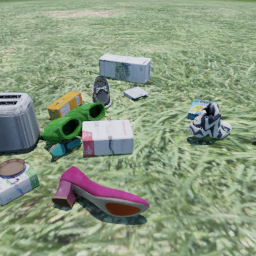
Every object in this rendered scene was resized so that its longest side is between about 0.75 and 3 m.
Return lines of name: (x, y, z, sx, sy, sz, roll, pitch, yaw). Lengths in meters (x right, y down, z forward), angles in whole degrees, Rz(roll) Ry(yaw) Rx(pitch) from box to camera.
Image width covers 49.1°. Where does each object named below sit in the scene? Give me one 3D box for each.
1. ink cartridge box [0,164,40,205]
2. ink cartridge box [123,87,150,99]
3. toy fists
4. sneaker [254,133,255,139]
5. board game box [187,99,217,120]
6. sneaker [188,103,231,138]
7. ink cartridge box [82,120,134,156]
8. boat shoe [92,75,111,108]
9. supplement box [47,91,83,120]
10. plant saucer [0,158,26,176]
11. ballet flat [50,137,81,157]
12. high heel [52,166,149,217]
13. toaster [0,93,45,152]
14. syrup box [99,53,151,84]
ink cartridge box: (-3.557, 1.678, 8.700, 0.900, 0.522, 1.243, 28, 42, 37)
ink cartridge box: (0.438, -1.764, 14.477, 0.989, 0.218, 1.008, -20, 40, -29)
toy fists: (-2.118, -0.206, 11.091, 1.390, 0.938, 2.727, -4, 25, 41)
sneaker: (5.197, 0.373, 10.902, 0.889, 0.377, 0.342, -5, 40, -33)
board game box: (3.427, -0.804, 12.823, 1.107, 0.344, 1.467, 12, 34, 18)
sneaker: (3.433, -0.343, 10.865, 2.042, 1.329, 0.815, 3, 40, -22)
ink cartridge box: (-0.767, 0.339, 10.594, 1.836, 0.779, 1.337, -4, 32, -5)
boat shoe: (-1.372, -1.851, 14.059, 0.993, 0.792, 2.627, -6, 33, -10)
supplement box: (-2.871, -1.060, 12.939, 0.633, 0.655, 1.904, 7, 31, 24)
plant saucer: (-3.623, 1.247, 8.754, 0.849, 0.146, 0.849, -2, 30, 1)
ballet flat: (-2.394, 0.712, 10.398, 0.536, 0.483, 1.424, -1, 18, 43)
high heel: (-0.728, 1.693, 8.170, 2.900, 0.978, 1.394, 5, 43, 15)
toaster: (-4.557, -0.207, 10.440, 2.893, 1.868, 1.644, 0, 33, -1)
syrup box: (-0.164, -3.508, 16.362, 2.897, 1.140, 1.180, 11, 34, 16)
